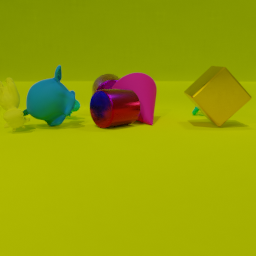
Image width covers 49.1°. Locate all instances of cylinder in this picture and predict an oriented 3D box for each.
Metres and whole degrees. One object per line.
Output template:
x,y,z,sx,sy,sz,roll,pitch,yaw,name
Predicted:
-0.653,-1.267,10.350,1.273,1.273,1.273,-2,21,-11,cylinder
-0.356,-0.555,7.690,1.021,1.021,1.021,-10,14,-43,cylinder

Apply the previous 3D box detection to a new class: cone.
0.427,-0.572,8.474,1.632,1.632,1.638,-4,38,-20,cone

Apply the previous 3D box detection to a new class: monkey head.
-2.050,-0.817,7.606,1.185,1.966,1.414,39,27,-18,monkey head

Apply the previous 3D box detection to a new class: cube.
2.449,-0.924,7.825,1.143,1.143,1.143,-43,10,10,cube

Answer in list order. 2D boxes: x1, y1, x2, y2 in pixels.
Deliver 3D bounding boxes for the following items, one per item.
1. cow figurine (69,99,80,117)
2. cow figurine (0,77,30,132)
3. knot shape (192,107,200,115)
-1.907,-0.706,9.244,0.980,0.538,0.965,4,-11,28,cow figurine
-2.917,-0.579,6.984,0.650,1.165,1.184,-19,27,-16,cow figurine
2.662,-0.843,10.037,0.984,0.486,1.051,-43,35,-12,knot shape
